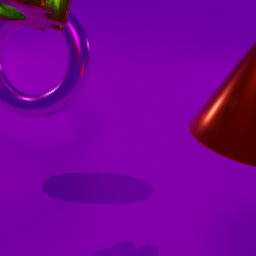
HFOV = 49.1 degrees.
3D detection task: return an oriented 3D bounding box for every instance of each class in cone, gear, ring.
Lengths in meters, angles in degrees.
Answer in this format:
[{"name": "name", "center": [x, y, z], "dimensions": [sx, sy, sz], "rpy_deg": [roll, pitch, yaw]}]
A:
[{"name": "cone", "center": [1.380, -0.525, 2.690], "dimensions": [1.362, 1.367, 1.362], "rpy_deg": [4, 25, -2]}, {"name": "gear", "center": [-1.435, -1.375, 2.754], "dimensions": [1.697, 0.314, 1.697], "rpy_deg": [12, 6, -1]}, {"name": "ring", "center": [-1.635, -1.195, 4.898], "dimensions": [2.055, 2.055, 0.411], "rpy_deg": [5, 5, 7]}]
